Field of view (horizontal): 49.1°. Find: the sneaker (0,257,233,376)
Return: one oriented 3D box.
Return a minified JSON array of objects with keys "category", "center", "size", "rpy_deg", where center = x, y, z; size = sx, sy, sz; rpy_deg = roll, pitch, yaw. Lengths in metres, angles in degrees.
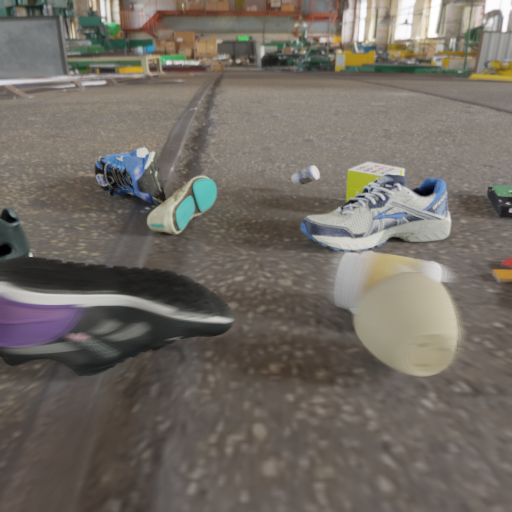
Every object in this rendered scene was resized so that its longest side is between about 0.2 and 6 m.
[{"category":"sneaker","center":[-1.681,0.822,6.705],"size":[2.765,1.210,1.047],"rpy_deg":[10,20,-24]}]

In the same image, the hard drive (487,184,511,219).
[{"category":"hard drive","center":[5.970,-1.209,12.576],"size":[1.243,0.337,1.779],"rpy_deg":[5,24,11]}]

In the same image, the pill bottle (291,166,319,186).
[{"category":"pill bottle","center":[1.189,-1.930,13.598],"size":[0.613,0.349,0.349],"rpy_deg":[-18,10,36]}]

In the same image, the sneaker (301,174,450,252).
[{"category":"sneaker","center":[2.287,-0.942,10.686],"size":[3.081,1.313,1.187],"rpy_deg":[-8,24,-17]}]

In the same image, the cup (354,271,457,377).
[{"category":"cup","center":[1.817,0.893,6.458],"size":[1.183,1.183,0.846],"rpy_deg":[-3,27,-6]}]

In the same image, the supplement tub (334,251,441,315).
[{"category":"supplement tub","center":[1.838,0.450,7.826],"size":[1.305,0.944,0.944],"rpy_deg":[11,25,22]}]

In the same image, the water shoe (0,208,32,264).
[{"category":"water shoe","center":[-5.281,-0.242,8.981],"size":[3.373,1.331,1.206],"rpy_deg":[0,23,0]}]

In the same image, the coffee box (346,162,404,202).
[{"category":"coffee box","center":[2.624,-1.473,12.411],"size":[0.941,0.943,0.932],"rpy_deg":[18,29,36]}]

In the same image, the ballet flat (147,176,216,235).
[{"category":"ballet flat","center":[-1.575,-1.136,11.864],"size":[0.759,0.821,2.433],"rpy_deg":[-3,21,18]}]

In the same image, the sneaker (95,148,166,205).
[{"category":"sneaker","center":[-2.981,-1.787,13.129],"size":[1.414,1.246,3.172],"rpy_deg":[-15,18,-16]}]

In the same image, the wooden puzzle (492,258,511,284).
[{"category":"wooden puzzle","center":[5.151,0.560,8.528],"size":[2.955,0.208,1.752],"rpy_deg":[12,26,26]}]
